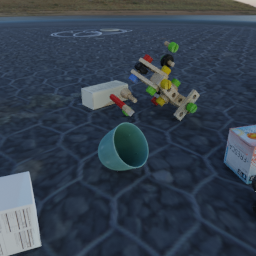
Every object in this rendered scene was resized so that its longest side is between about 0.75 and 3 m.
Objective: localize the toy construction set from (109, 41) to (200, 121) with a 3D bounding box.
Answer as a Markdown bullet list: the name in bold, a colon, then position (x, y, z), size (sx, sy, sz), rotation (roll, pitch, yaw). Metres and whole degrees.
- **toy construction set**: position (1.040, -1.068, 9.218), size (2.678, 2.234, 2.058), rotation (-33, 49, -16)

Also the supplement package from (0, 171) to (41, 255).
- **supplement package**: position (-2.204, 1.485, 4.675), size (1.265, 0.953, 0.960), rotation (-10, 28, -19)

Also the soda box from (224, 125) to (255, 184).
- **soda box**: position (3.903, 0.450, 6.714), size (2.985, 1.021, 0.949), rotation (-7, 27, -13)

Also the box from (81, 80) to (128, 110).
- **box**: position (-0.868, -1.294, 10.705), size (1.684, 0.655, 0.800), rotation (-20, 32, -35)

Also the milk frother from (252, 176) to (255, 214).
- **milk frother**: position (2.830, 1.235, 5.180), size (0.929, 0.988, 0.892), rotation (-22, 29, -38)

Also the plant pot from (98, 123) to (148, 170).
- **plant pot**: position (-0.192, 0.514, 6.585), size (0.858, 1.069, 1.069), rotation (-27, 3, 43)
